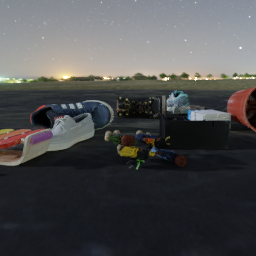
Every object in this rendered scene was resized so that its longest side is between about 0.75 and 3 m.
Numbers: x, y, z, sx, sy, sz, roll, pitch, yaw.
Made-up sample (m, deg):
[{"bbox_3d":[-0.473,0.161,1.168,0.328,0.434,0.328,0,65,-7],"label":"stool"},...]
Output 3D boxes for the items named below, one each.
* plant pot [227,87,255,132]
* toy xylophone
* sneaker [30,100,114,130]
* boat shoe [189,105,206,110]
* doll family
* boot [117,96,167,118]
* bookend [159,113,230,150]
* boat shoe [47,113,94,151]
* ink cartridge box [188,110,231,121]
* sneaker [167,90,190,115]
[{"bbox_3d":[4.574,-0.732,10.162,1.743,1.743,1.695,-1,6,-7],"label":"plant pot"},{"bbox_3d":[-3.222,0.408,6.448,2.769,0.696,2.028,1,10,7],"label":"toy xylophone"},{"bbox_3d":[-2.024,-0.332,9.775,2.994,1.122,1.265,-3,11,20],"label":"sneaker"},{"bbox_3d":[4.013,-1.117,16.210,1.026,0.383,0.476,13,7,23],"label":"boat shoe"},{"bbox_3d":[0.447,0.458,6.148,1.956,0.767,1.131,-2,5,-26],"label":"doll family"},{"bbox_3d":[0.594,-0.984,13.173,2.239,1.088,2.974,0,6,-4],"label":"boot"},{"bbox_3d":[1.846,0.043,8.247,1.738,0.800,1.727,1,10,3],"label":"bookend"},{"bbox_3d":[-1.739,0.047,8.010,0.866,0.824,2.405,5,14,31],"label":"boat shoe"},{"bbox_3d":[3.092,-0.331,10.794,1.088,0.638,1.485,-2,11,-9],"label":"ink cartridge box"},{"bbox_3d":[2.783,-1.507,15.717,1.110,1.234,2.859,-2,10,-12],"label":"sneaker"}]
